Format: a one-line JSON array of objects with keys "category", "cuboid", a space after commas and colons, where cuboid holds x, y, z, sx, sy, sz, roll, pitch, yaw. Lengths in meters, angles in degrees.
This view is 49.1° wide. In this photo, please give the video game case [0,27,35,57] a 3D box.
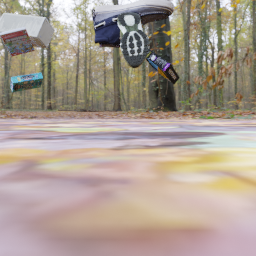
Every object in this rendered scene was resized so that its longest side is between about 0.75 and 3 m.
[{"category": "video game case", "cuboid": [-3.905, -3.027, 9.929, 0.894, 0.109, 1.250, -18, -17, -10]}]

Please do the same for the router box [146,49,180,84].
[{"category": "router box", "cuboid": [1.055, -1.886, 8.672, 0.903, 0.309, 1.210, 42, 8, 25]}]

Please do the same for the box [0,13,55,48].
[{"category": "box", "cuboid": [-3.919, -3.719, 10.686, 1.950, 0.926, 0.758, 14, -15, 18]}]

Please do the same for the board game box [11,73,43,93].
[{"category": "board game box", "cuboid": [-3.360, -1.508, 9.285, 0.959, 0.225, 0.724, -16, -11, -28]}]

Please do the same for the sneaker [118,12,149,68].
[{"category": "sneaker", "cuboid": [0.141, -2.119, 7.149, 0.714, 1.856, 0.822, -5, -33, 0]}]

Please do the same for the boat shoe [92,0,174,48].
[{"category": "boat shoe", "cuboid": [0.130, -3.423, 9.451, 2.848, 1.321, 1.063, 2, -1, 22]}]
